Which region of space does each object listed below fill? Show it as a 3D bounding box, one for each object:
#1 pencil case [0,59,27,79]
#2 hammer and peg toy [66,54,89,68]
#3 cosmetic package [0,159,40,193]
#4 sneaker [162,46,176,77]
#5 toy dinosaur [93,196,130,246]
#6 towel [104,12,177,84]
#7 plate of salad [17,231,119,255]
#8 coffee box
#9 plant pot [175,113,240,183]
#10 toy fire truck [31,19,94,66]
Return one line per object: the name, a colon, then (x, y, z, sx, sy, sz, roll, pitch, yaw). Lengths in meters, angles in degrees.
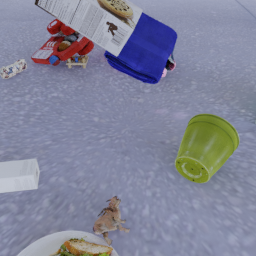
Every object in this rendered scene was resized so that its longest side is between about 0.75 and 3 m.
pencil case: (-4.786, -2.506, 11.765, 0.475, 0.546, 1.220, 36, 39, 0)
hammer and peg toy: (-2.466, -3.043, 12.664, 1.288, 0.454, 0.948, 0, 35, 0)
cosmetic package: (-2.671, 1.101, 6.438, 1.126, 0.478, 0.606, -5, 35, -6)
sneaker: (1.612, -2.937, 12.171, 1.222, 1.045, 2.979, 26, 45, 16)
toy dinosaur: (-0.409, 1.782, 5.346, 0.703, 0.445, 1.037, 23, 26, 32)
towel: (0.372, -2.015, 6.998, 1.431, 0.480, 1.938, 28, 57, -4)
plate of salad: (-1.051, 2.451, 4.415, 2.070, 0.497, 2.070, 1, 34, 0)
coffee box: (-0.739, -2.439, 5.671, 1.875, 0.748, 1.059, 30, 42, -11)
plant pot: (1.778, 0.573, 6.676, 1.341, 1.341, 1.291, 20, 51, 27)
toy fire truck: (-2.952, -3.615, 12.488, 2.628, 1.473, 2.207, 19, 66, 40)
